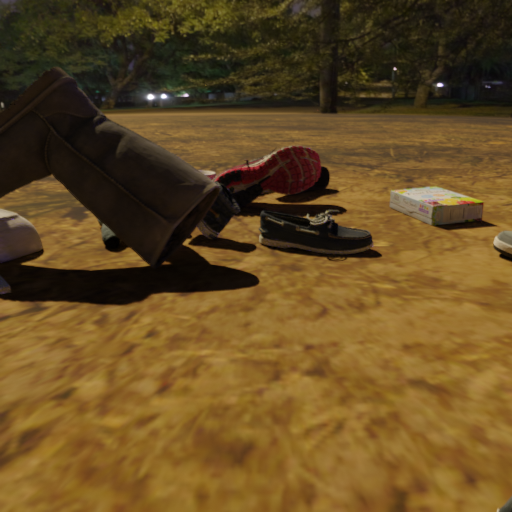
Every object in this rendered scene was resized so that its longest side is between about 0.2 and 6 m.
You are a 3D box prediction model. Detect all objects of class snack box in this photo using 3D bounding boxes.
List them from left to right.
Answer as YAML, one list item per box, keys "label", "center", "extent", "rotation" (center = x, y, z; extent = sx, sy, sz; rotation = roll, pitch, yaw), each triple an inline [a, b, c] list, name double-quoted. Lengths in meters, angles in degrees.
- label: "snack box"
  center: [4.157, -1.196, 13.077]
  extent: [1.310, 0.488, 1.843]
  rotation: [-5, 19, -16]

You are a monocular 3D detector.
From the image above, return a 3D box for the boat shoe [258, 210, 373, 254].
- label: "boat shoe"
  center: [1.115, -0.499, 10.610]
  extent: [2.200, 0.680, 0.824]
  rotation: [7, 19, 21]

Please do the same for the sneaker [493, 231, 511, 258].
- label: "sneaker"
  center: [5.388, -0.551, 9.427]
  extent: [2.489, 1.503, 1.041]
  rotation: [11, 21, 31]

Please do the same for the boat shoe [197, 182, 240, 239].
- label: "boat shoe"
  center: [-1.111, -1.313, 11.334]
  extent: [1.951, 0.886, 0.690]
  rotation: [52, 16, 19]

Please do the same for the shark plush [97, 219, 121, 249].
- label: "shark plush"
  center: [-2.661, -1.438, 11.960]
  extent: [1.781, 1.632, 3.919]
  rotation: [-8, 19, -23]

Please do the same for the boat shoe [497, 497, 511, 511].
- label: "boat shoe"
  center: [1.528, 1.874, 3.081]
  extent: [0.993, 0.792, 2.626]
  rotation: [15, 23, 39]

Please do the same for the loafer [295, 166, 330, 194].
- label: "loafer"
  center: [1.058, -2.127, 15.625]
  extent: [2.318, 0.846, 0.823]
  rotation: [-2, 4, -43]

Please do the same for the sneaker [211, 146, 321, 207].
- label: "sneaker"
  center: [0.205, -2.085, 14.147]
  extent: [2.967, 1.196, 1.108]
  rotation: [-14, 19, -9]

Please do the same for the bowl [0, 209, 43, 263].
- label: "bowl"
  center: [-5.192, -0.384, 10.221]
  extent: [1.979, 0.738, 1.976]
  rotation: [14, 23, 33]

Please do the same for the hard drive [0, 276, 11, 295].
- label: "hard drive"
  center: [-4.264, 0.519, 8.369]
  extent: [0.977, 0.130, 0.644]
  rotation: [-12, 22, -35]

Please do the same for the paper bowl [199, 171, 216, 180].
- label: "paper bowl"
  center: [-1.709, -1.879, 14.817]
  extent: [1.300, 0.676, 1.300]
  rotation: [0, 13, 0]

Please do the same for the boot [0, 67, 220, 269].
- label: "boot"
  center: [-2.992, -1.066, 9.691]
  extent: [3.680, 3.346, 1.335]
  rotation: [42, 1, 0]
